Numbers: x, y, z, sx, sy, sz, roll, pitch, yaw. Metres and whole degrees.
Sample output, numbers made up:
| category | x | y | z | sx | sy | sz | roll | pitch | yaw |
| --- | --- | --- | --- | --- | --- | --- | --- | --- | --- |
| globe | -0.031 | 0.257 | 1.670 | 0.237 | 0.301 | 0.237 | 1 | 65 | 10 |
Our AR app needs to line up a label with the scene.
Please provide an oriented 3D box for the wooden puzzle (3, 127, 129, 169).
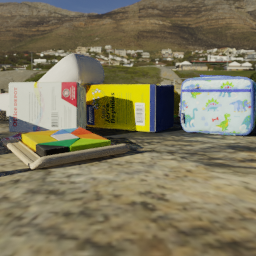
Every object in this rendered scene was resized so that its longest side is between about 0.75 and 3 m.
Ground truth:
| category | x | y | z | sx | sy | sz | roll | pitch | yaw |
| --- | --- | --- | --- | --- | --- | --- | --- | --- | --- |
| wooden puzzle | -1.467 | 0.340 | 6.384 | 2.149 | 0.432 | 2.323 | -7 | 11 | -37 |

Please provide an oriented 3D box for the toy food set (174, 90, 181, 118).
| category | x | y | z | sx | sy | sz | roll | pitch | yaw |
| --- | --- | --- | --- | --- | --- | --- | --- | --- | --- |
| toy food set | 1.493 | -0.997 | 12.834 | 2.537 | 1.493 | 0.829 | 1 | -35 | -12 |

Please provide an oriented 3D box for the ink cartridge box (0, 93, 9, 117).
| category | x | y | z | sx | sy | sz | roll | pitch | yaw |
| --- | --- | --- | --- | --- | --- | --- | --- | --- | --- |
| ink cartridge box | -5.117 | -1.190 | 14.140 | 2.666 | 1.124 | 1.947 | 0 | 9 | -1 |

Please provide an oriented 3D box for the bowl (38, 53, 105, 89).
| category | x | y | z | sx | sy | sz | roll | pitch | yaw |
| --- | --- | --- | --- | --- | --- | --- | --- | --- | --- |
| bowl | -2.163 | -1.556 | 10.746 | 2.591 | 0.967 | 2.588 | -36 | -9 | 19 |

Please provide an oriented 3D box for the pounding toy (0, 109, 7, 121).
| category | x | y | z | sx | sy | sz | roll | pitch | yaw |
| --- | --- | --- | --- | --- | --- | --- | --- | --- | --- |
| pounding toy | -5.885 | -0.640 | 12.257 | 0.796 | 0.615 | 0.865 | -8 | 11 | -44 |

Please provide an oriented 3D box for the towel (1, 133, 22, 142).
| category | x | y | z | sx | sy | sz | roll | pitch | yaw |
| --- | --- | --- | --- | --- | --- | --- | --- | --- | --- |
| towel | -2.774 | 0.246 | 7.863 | 1.197 | 0.179 | 0.876 | 1 | 8 | 6 |

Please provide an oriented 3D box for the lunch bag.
| category | x | y | z | sx | sy | sz | roll | pitch | yaw |
| --- | --- | --- | --- | --- | --- | --- | --- | --- | --- |
| lunch bag | 2.786 | -0.741 | 8.797 | 2.290 | 1.841 | 0.944 | 6 | 10 | 31 |

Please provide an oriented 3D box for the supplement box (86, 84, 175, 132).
| category | x | y | z | sx | sy | sz | roll | pitch | yaw |
| --- | --- | --- | --- | --- | --- | --- | --- | --- | --- |
| supplement box | 0.054 | -0.798 | 10.091 | 2.843 | 1.557 | 1.547 | 5 | 10 | 31 |

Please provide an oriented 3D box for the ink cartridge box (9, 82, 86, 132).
| category | x | y | z | sx | sy | sz | roll | pitch | yaw |
| --- | --- | --- | --- | --- | --- | --- | --- | --- | --- |
| ink cartridge box | -2.383 | -0.585 | 8.542 | 1.994 | 1.449 | 1.442 | 1 | 0 | 2 |

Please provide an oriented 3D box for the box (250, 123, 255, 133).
| category | x | y | z | sx | sy | sz | roll | pitch | yaw |
| --- | --- | --- | --- | --- | --- | --- | --- | --- | --- |
| box | 4.265 | -0.620 | 9.604 | 2.523 | 1.351 | 1.873 | 5 | 9 | 35 |
